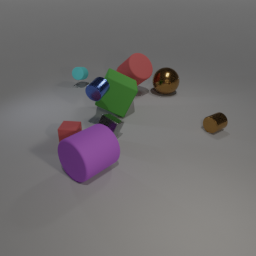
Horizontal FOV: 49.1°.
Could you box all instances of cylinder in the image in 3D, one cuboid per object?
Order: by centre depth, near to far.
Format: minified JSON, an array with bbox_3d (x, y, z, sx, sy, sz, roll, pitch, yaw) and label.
[{"bbox_3d":[-1.204,0.748,8.688,1.400,1.400,1.400,23,36,36],"label":"cylinder"},{"bbox_3d":[-1.156,-1.487,10.676,0.700,0.700,0.700,13,41,22],"label":"cylinder"},{"bbox_3d":[3.486,-0.210,11.197,0.700,0.700,0.700,-20,34,-32],"label":"cylinder"},{"bbox_3d":[0.311,-2.892,14.306,1.400,1.400,1.400,-21,-2,-33],"label":"cylinder"},{"bbox_3d":[-2.635,-3.012,15.461,0.700,0.700,0.700,7,14,13],"label":"cylinder"}]

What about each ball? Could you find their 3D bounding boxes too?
[{"bbox_3d":[1.975,-2.449,14.599,1.400,1.400,1.400,0,29,0],"label":"ball"}]

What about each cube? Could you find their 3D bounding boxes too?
[{"bbox_3d":[-0.683,-0.052,10.403,0.700,0.700,0.700,31,15,14],"label":"cube"},{"bbox_3d":[-2.144,0.201,10.446,0.700,0.700,0.700,3,29,6],"label":"cube"},{"bbox_3d":[-0.516,-1.575,12.409,1.400,1.400,1.400,23,25,-13],"label":"cube"}]
